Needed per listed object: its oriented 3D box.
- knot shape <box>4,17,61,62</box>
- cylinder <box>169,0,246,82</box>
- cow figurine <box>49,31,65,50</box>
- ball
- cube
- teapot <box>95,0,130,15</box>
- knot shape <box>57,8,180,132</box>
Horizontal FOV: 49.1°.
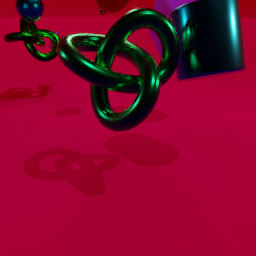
[{"bbox_3d":[-3.247,-3.125,9.970,1.772,0.875,1.894,31,35,-10],"label":"knot shape"},{"bbox_3d":[1.508,-1.637,5.382,1.294,1.294,1.294,-9,6,1],"label":"cylinder"},{"bbox_3d":[-2.786,-3.205,10.876,0.590,1.058,1.075,24,-24,-32],"label":"cow figurine"},{"bbox_3d":[-3.214,-3.975,9.196,0.904,0.904,0.904,0,24,0],"label":"ball"},{"bbox_3d":[1.503,-2.780,7.523,1.378,1.378,1.378,-7,55,-14],"label":"cube"},{"bbox_3d":[-0.398,-3.540,7.176,0.944,1.518,0.743,8,51,-28],"label":"teapot"},{"bbox_3d":[-0.093,-0.902,4.687,2.094,1.960,0.968,-4,-16,0],"label":"knot shape"}]
